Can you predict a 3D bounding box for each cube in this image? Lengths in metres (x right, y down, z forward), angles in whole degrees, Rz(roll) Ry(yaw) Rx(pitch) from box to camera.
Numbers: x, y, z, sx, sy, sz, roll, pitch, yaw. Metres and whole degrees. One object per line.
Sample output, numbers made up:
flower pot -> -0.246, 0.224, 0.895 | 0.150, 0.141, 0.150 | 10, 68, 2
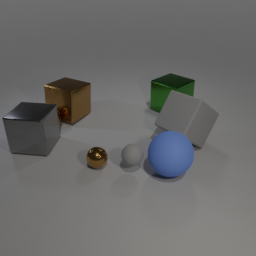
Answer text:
cube -> -2.539, -1.222, 11.960 | 1.400, 1.400, 1.400 | 16, 29, 21
cube -> 2.097, -0.316, 10.019 | 1.400, 1.400, 1.400 | 25, 2, -45
cube -> -3.384, -0.003, 10.063 | 1.400, 1.400, 1.400 | 4, 29, 6
cube -> 1.974, -1.491, 12.563 | 1.400, 1.400, 1.400 | -26, 38, -37

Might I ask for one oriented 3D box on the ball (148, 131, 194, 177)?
ball -> 1.304, 0.789, 8.564 | 1.400, 1.400, 1.400 | 0, 31, 0

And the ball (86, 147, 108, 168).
ball -> -1.008, 0.955, 9.130 | 0.700, 0.700, 0.700 | 0, 31, 0

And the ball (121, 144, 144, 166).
ball -> 0.140, 0.838, 8.780 | 0.700, 0.700, 0.700 | 0, 31, 0

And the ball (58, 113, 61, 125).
ball -> -3.058, -0.338, 11.355 | 0.700, 0.700, 0.700 | 0, 31, 0
